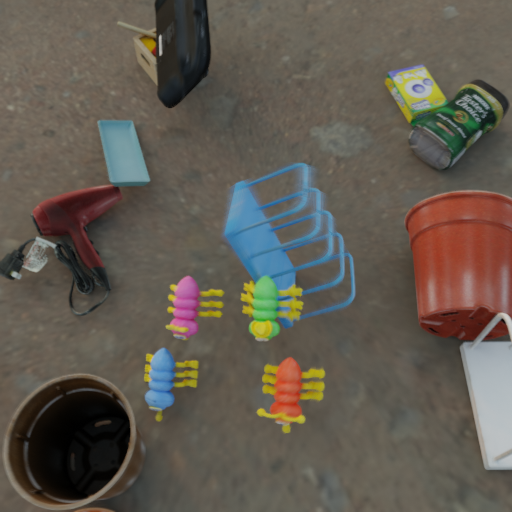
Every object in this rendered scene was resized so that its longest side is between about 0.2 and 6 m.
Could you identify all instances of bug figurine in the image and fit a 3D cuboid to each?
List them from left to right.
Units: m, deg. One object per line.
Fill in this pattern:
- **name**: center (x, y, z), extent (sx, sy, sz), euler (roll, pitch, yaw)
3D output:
- **bug figurine**: center (-0.478, 1.406, 8.253), extent (2.894, 0.745, 2.245), euler (0, 87, 16)

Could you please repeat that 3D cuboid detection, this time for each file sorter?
- **file sorter**: center (0.599, -0.172, 8.680), extent (1.242, 2.024, 1.404), euler (-18, 34, 20)
- **file sorter**: center (4.761, 1.893, 8.030), extent (2.795, 1.740, 1.939), euler (0, 60, -1)

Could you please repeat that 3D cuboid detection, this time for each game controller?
- **game controller**: center (-1.503, -4.442, 11.128), extent (0.639, 1.584, 3.036), euler (10, 62, -30)

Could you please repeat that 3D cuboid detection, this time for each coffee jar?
- **coffee jar**: center (4.074, -2.659, 11.184), extent (2.026, 0.864, 1.057), euler (-39, 70, -21)

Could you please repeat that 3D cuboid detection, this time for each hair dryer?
- **hair dryer**: center (-3.184, -0.282, 10.076), extent (1.933, 0.690, 2.538), euler (24, 68, -3)

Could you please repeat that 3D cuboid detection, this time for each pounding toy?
- **pounding toy**: center (-2.125, -4.571, 12.265), extent (1.230, 0.950, 1.336), euler (-30, 64, -17)

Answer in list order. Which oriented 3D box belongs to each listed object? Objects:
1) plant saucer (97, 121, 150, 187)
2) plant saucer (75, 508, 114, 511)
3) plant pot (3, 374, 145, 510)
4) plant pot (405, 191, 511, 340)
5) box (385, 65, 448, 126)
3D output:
- **plant saucer**: center (-2.610, -2.009, 10.910), extent (0.713, 0.193, 2.040), euler (-4, 47, -21)
- **plant saucer**: center (-2.254, 4.230, 7.519), extent (1.545, 0.249, 1.545), euler (0, 60, -1)
- **plant pot**: center (-2.289, 2.625, 7.632), extent (1.630, 1.613, 1.630), euler (-1, 62, 1)
- **plant pot**: center (3.346, 0.258, 8.972), extent (1.924, 1.924, 1.872), euler (7, 65, 4)
- **box**: center (3.450, -3.389, 11.926), extent (0.868, 0.358, 1.480), euler (-16, 63, -9)
